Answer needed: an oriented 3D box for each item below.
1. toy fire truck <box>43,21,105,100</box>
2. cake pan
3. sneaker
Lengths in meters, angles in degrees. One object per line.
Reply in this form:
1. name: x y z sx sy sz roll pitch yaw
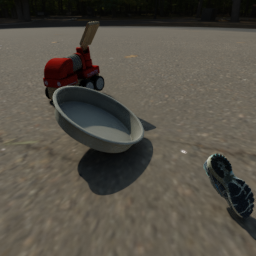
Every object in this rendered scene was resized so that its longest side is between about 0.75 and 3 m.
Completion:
1. toy fire truck: -2.034 -2.625 11.038 1.810 2.814 2.477 10 28 30
2. cake pan: -0.823 -0.249 7.619 2.636 0.483 2.636 24 26 -12
3. sneaker: 1.901 1.104 5.355 0.495 1.274 0.550 -23 -14 -19
